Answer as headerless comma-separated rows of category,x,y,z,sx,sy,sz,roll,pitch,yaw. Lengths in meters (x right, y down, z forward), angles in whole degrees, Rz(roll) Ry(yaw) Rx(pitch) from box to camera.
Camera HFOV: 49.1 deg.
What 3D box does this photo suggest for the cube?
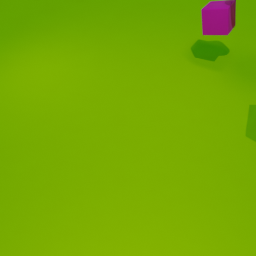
cube,2.944,-3.566,9.071,0.848,0.848,0.848,12,43,32
